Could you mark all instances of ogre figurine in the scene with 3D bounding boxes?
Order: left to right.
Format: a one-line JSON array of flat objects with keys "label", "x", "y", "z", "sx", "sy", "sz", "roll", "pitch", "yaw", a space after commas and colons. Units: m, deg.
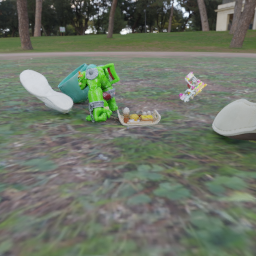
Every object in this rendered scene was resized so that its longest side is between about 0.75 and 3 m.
[{"label": "ogre figurine", "x": -0.857, "y": -1.213, "z": 9.071, "sx": 1.290, "sy": 1.577, "sz": 2.630, "roll": -3, "pitch": 16, "yaw": 26}]

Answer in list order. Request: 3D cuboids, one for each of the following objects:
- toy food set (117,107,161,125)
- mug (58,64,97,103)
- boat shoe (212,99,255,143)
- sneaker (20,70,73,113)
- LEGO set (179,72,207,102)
[{"label": "toy food set", "x": 0.315, "y": -0.404, "z": 8.689, "sx": 1.266, "sy": 0.382, "sz": 0.909, "roll": -2, "pitch": 18, "yaw": -6}, {"label": "mug", "x": -1.787, "y": -1.649, "z": 10.822, "sx": 1.415, "sy": 1.065, "sz": 1.722, "roll": -46, "pitch": 22, "yaw": -16}, {"label": "boat shoe", "x": 3.043, "y": -0.123, "z": 6.563, "sx": 0.874, "sy": 1.055, "sz": 2.938, "roll": 30, "pitch": -9, "yaw": -10}, {"label": "sneaker", "x": -2.728, "y": -1.085, "z": 9.210, "sx": 0.718, "sy": 1.908, "sz": 0.844, "roll": -55, "pitch": 8, "yaw": -25}, {"label": "LEGO set", "x": 2.547, "y": -1.733, "z": 11.299, "sx": 0.981, "sy": 0.794, "sz": 2.132, "roll": -41, "pitch": 0, "yaw": 23}]
